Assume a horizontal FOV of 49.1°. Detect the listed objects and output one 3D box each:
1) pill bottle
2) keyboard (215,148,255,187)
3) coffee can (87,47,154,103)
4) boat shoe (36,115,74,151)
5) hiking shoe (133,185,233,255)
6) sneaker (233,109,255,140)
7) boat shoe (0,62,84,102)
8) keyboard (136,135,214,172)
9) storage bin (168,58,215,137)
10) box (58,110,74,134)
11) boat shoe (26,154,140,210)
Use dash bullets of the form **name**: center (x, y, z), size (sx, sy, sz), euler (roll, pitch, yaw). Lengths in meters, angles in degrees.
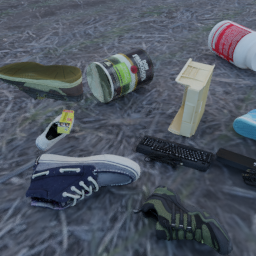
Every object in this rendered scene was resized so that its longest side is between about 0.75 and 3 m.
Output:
- **pill bottle**: center (5.304, -3.859, 13.229), size (1.680, 1.680, 2.993), euler (-13, 39, -17)
- **keyboard**: center (3.588, 1.297, 7.637), size (2.575, 0.510, 1.340), euler (20, 18, 25)
- **coffee can**: center (-0.290, -2.096, 10.992), size (2.168, 1.586, 1.586), euler (-29, 46, -31)
- **boat shoe**: center (-2.021, -0.001, 8.148), size (0.593, 0.542, 1.648), euler (49, 38, -6)
- **hiking shoe**: center (1.155, 2.198, 6.133), size (1.093, 0.822, 2.172), euler (-37, 41, -26)
- **sneaker**: center (4.561, -0.038, 8.958), size (1.282, 0.781, 1.964), euler (-31, 48, -32)
- **boat shoe**: center (-2.466, -1.211, 7.696), size (2.896, 0.952, 1.035), euler (10, 36, 26)
- **keyboard**: center (1.362, 0.683, 8.296), size (2.239, 0.444, 1.165), euler (14, 39, 19)
- **storage bin**: center (2.076, -0.981, 9.277), size (0.893, 1.905, 1.891), euler (18, 41, 18)
- **box**: center (-1.715, -0.182, 7.770), size (0.326, 0.217, 0.865), euler (7, 34, -4)
- **boat shoe**: center (-1.129, 1.432, 6.980), size (2.797, 1.044, 1.297), euler (0, 45, 10)
